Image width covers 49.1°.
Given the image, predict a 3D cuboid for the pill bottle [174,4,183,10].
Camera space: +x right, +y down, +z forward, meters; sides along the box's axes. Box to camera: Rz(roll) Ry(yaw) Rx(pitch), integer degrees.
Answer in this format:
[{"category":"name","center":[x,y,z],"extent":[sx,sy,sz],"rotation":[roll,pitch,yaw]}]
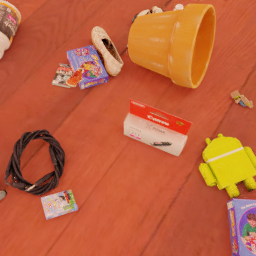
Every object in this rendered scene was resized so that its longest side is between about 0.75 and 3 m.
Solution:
[{"category":"pill bottle","center":[2.071,-4.717,11.613],"extent":[0.424,0.762,0.424],"rotation":[0,65,0]}]

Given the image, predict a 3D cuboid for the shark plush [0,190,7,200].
[{"category":"shark plush","center":[-4.752,2.310,8.167],"extent":[1.076,0.986,2.368],"rotation":[32,69,14]}]

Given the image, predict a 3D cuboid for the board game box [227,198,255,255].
[{"category":"board game box","center":[4.305,3.013,8.061],"extent":[2.558,0.573,1.720],"rotation":[3,65,2]}]

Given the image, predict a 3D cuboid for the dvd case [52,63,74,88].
[{"category":"dvd case","center":[-2.405,-2.017,10.691],"extent":[0.724,0.109,0.991],"rotation":[10,62,5]}]

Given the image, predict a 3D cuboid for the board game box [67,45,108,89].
[{"category":"board game box","center":[-1.550,-2.339,10.644],"extent":[1.091,0.363,1.622],"rotation":[-18,66,-15]}]

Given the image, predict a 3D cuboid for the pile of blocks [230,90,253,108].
[{"category":"pile of blocks","center":[4.134,-1.030,10.188],"extent":[0.907,0.372,0.282],"rotation":[42,28,8]}]

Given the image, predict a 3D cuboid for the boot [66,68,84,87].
[{"category":"boot","center":[-1.772,-1.709,9.395],"extent":[0.355,0.507,0.946],"rotation":[29,32,-2]}]

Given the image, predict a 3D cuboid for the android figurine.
[{"category":"android figurine","center":[3.236,1.151,9.030],"extent":[1.892,0.427,2.078],"rotation":[-21,67,-9]}]

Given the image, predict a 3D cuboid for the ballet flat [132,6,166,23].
[{"category":"ballet flat","center":[0.964,-4.734,11.734],"extent":[1.662,0.607,0.607],"rotation":[-20,66,-9]}]

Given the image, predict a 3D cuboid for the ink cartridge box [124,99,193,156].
[{"category":"ink cartridge box","center":[0.858,0.042,8.806],"extent":[2.037,1.768,0.444],"rotation":[22,67,10]}]

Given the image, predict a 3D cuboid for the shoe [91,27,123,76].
[{"category":"shoe","center":[-0.757,-3.088,10.789],"extent":[0.804,0.614,2.300],"rotation":[-8,66,-37]}]

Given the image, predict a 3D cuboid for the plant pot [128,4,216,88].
[{"category":"plant pot","center":[1.474,-2.993,9.935],"extent":[2.497,2.728,2.728],"rotation":[16,65,24]}]

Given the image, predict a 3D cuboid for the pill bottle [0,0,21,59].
[{"category":"pill bottle","center":[-5.091,-3.809,10.944],"extent":[1.227,1.227,2.108],"rotation":[8,66,4]}]

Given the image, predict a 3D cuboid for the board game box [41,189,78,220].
[{"category":"board game box","center":[-2.057,2.272,8.384],"extent":[0.924,0.169,0.699],"rotation":[-13,46,-22]}]

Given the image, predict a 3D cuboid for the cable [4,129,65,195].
[{"category":"cable","center":[-2.803,1.021,8.808],"extent":[1.675,0.522,2.053],"rotation":[19,70,-9]}]
